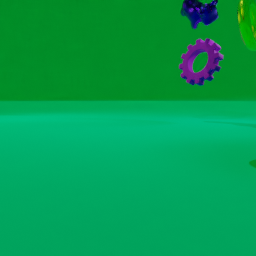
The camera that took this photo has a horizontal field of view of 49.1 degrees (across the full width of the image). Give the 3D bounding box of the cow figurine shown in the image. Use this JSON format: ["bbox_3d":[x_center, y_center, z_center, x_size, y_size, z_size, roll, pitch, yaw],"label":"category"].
[{"bbox_3d":[2.377,-3.980,9.405,0.799,1.456,1.432,-35,-14,-2],"label":"cow figurine"}]

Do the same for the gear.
[{"bbox_3d":[2.618,-2.391,10.188,0.308,1.664,1.664,12,-3,-40],"label":"gear"}]

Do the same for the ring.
[{"bbox_3d":[3.379,-2.868,7.718,0.299,1.496,1.496,-7,0,39],"label":"ring"}]
